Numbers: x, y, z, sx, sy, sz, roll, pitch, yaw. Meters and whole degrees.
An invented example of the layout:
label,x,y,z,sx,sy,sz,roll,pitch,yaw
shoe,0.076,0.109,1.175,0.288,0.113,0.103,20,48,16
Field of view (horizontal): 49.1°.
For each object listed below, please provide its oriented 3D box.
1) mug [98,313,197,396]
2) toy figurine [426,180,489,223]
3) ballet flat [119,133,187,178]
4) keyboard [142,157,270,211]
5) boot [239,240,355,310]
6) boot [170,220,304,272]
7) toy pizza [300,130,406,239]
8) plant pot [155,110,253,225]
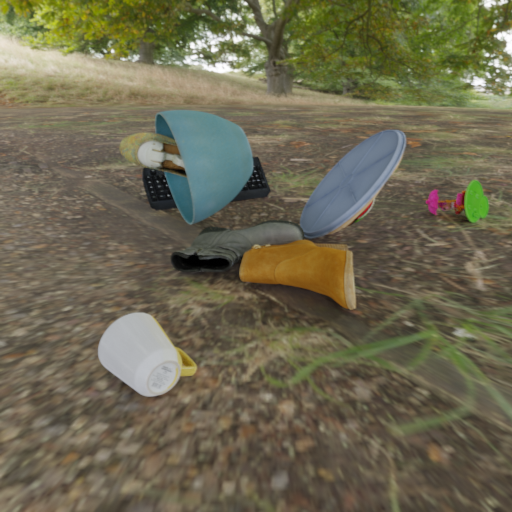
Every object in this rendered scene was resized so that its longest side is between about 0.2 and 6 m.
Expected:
label,x,y,z,sx,sy,sz,roll,pitch,yaw
mug,-1.017,0.987,5.540,0.853,0.683,0.700,-21,35,-33
toy figurine,4.168,-1.118,11.813,1.054,0.860,1.145,6,-5,44
ballet flat,-1.534,-1.779,10.187,1.945,0.687,0.687,13,17,-9
keyboard,-1.155,-1.991,13.059,3.073,0.609,1.599,-11,66,-29
boot,0.538,0.259,7.698,1.556,0.765,2.174,-4,13,5
boot,-0.264,-0.042,8.726,1.915,0.649,1.251,-3,19,17
toy pizza,1.799,-1.260,10.322,0.407,2.571,2.571,40,11,-16
plant pot,-0.838,-1.698,9.943,1.342,1.992,1.992,-18,23,-15
